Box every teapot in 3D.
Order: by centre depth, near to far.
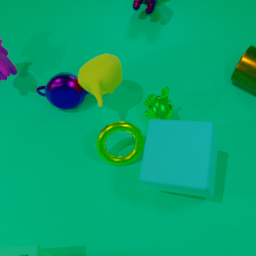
[{"bbox_3d":[-0.663,-1.268,7.224,1.188,0.935,1.911,-18,32,21],"label":"teapot"},{"bbox_3d":[-1.647,-1.079,7.708,1.746,1.086,0.855,-5,43,-4],"label":"teapot"}]

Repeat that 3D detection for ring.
[{"bbox_3d":[-0.184,0.381,6.771,1.174,1.174,0.235,-9,24,-6],"label":"ring"}]

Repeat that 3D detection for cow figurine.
[{"bbox_3d":[-3.614,-1.917,7.744,0.667,1.215,1.195,-28,104,2],"label":"cow figurine"},{"bbox_3d":[0.762,-4.785,9.623,0.952,1.734,1.707,21,77,2],"label":"cow figurine"}]

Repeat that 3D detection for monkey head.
[{"bbox_3d":[0.931,-0.484,7.416,0.968,1.346,0.811,-13,23,-30],"label":"monkey head"}]

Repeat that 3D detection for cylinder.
[{"bbox_3d":[3.702,-1.603,7.937,1.117,1.117,1.117,33,64,19],"label":"cylinder"}]

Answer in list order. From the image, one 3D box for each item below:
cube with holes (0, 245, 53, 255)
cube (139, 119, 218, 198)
[{"bbox_3d":[-2.155,2.943,4.973,1.316,1.316,1.316,-3,57,-2],"label":"cube with holes"},{"bbox_3d":[1.162,0.674,6.043,1.332,1.332,1.332,3,72,23],"label":"cube"}]
